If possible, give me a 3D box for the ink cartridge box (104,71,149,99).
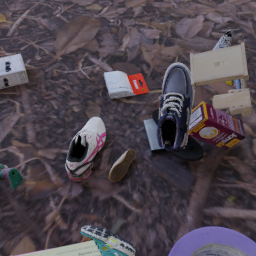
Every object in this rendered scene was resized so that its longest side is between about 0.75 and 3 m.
[{"bbox_3d":[-0.072,-1.822,11.252,1.584,0.374,1.268,-11,50,-8],"label":"ink cartridge box"}]

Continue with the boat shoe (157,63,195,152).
[{"bbox_3d":[1.221,-0.545,7.196,0.901,1.119,2.413,0,90,18],"label":"boat shoe"}]

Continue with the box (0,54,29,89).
[{"bbox_3d":[-5.290,-2.207,11.397,2.176,0.654,1.269,-18,51,-14],"label":"box"}]

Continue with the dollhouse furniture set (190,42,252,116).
[{"bbox_3d":[1.993,-0.749,5.828,1.007,1.544,1.458,-7,70,25],"label":"dollhouse furniture set"}]

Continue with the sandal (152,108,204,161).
[{"bbox_3d":[1.555,0.088,9.177,0.933,0.560,2.484,-19,52,-19],"label":"sandal"}]

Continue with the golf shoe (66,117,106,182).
[{"bbox_3d":[-1.255,0.440,8.818,0.871,1.104,2.399,9,48,8],"label":"golf shoe"}]

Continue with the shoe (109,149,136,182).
[{"bbox_3d":[-0.191,1.181,8.717,0.437,0.334,1.250,45,60,-8],"label":"shoe"}]

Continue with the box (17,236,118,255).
[{"bbox_3d":[-1.136,3.955,5.585,2.456,1.350,2.792,-9,49,-8],"label":"box"}]

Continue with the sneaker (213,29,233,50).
[{"bbox_3d":[4.337,-3.880,12.797,0.669,0.734,1.789,20,52,16],"label":"sneaker"}]

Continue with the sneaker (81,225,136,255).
[{"bbox_3d":[-0.379,1.967,4.680,1.015,0.393,0.404,25,93,16],"label":"sneaker"}]

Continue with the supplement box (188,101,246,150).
[{"bbox_3d":[2.744,-0.028,8.884,1.675,0.924,0.717,22,48,-20],"label":"supplement box"}]

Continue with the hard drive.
[{"bbox_3d":[1.113,0.230,9.570,0.936,0.221,1.342,-7,50,-7],"label":"hard drive"}]

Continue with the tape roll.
[{"bbox_3d":[1.983,3.564,6.123,2.497,1.061,2.497,1,49,-1],"label":"tape roll"}]

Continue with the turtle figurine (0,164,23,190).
[{"bbox_3d":[-3.972,1.431,7.576,2.261,1.138,1.693,-2,39,39],"label":"turtle figurine"}]
